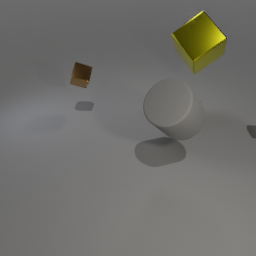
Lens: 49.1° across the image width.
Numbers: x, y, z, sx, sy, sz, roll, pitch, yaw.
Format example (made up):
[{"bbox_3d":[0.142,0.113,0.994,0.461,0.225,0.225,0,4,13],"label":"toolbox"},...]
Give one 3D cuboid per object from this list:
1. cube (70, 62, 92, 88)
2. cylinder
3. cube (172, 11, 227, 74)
[{"bbox_3d":[-1.896,-2.115,11.289,0.700,0.700,0.700,14,72,-16],"label":"cube"},{"bbox_3d":[1.344,-0.487,7.968,1.400,1.400,1.400,25,-4,34],"label":"cylinder"},{"bbox_3d":[2.661,-3.141,10.503,1.400,1.400,1.400,-35,74,8],"label":"cube"}]
